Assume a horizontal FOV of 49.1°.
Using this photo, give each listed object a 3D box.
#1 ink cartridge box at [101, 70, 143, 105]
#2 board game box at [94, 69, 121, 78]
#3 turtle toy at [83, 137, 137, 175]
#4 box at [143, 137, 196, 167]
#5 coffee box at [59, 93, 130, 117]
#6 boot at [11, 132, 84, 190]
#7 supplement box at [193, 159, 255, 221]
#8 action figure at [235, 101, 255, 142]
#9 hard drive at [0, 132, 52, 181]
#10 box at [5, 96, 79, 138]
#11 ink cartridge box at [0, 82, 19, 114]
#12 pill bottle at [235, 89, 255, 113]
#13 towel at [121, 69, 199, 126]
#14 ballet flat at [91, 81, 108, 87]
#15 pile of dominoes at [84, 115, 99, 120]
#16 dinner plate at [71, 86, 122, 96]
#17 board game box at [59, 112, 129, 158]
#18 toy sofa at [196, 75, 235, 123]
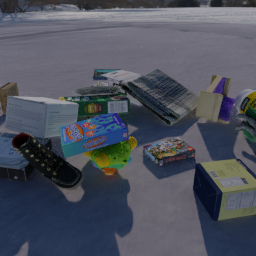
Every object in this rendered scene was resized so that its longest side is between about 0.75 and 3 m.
[{"bbox_3d":[0.092,-2.052,13.738,2.712,0.920,1.573,24,34,38],"label":"ink cartridge box"},{"bbox_3d":[-1.244,-3.366,17.184,1.675,0.236,1.133,-2,26,-3],"label":"board game box"},{"bbox_3d":[-0.624,0.707,8.189,1.340,0.929,1.838,-29,36,-31],"label":"turtle toy"},{"bbox_3d":[1.302,0.738,8.911,1.377,0.259,0.940,-13,29,-24],"label":"box"},{"bbox_3d":[-1.441,-0.962,11.574,2.864,0.630,1.761,-4,15,-8],"label":"coffee box"},{"bbox_3d":[-2.117,0.863,7.266,1.878,1.419,0.678,18,64,40],"label":"boot"},{"bbox_3d":[2.418,1.455,6.831,1.225,0.823,1.226,-5,27,-10],"label":"supplement box"},{"bbox_3d":[4.479,0.417,8.660,0.730,1.578,2.671,-32,43,-9],"label":"action figure"},{"bbox_3d":[-3.890,0.755,8.541,2.582,0.488,1.804,6,28,10],"label":"hard drive"},{"bbox_3d":[-2.940,-0.430,9.701,1.741,1.138,1.732,12,9,24],"label":"box"},{"bbox_3d":[-5.068,-1.290,12.007,0.423,1.127,0.929,3,27,5],"label":"ink cartridge box"},{"bbox_3d":[5.053,-0.650,10.534,1.297,1.297,2.307,-5,26,-10],"label":"pill bottle"},{"bbox_3d":[1.551,-1.497,12.002,2.796,0.501,2.904,40,43,17],"label":"towel"},{"bbox_3d":[-1.407,-2.119,14.387,1.377,0.498,0.467,13,29,25],"label":"ballet flat"},{"bbox_3d":[-1.431,-0.420,11.376,0.684,0.140,0.877,6,27,12],"label":"pile of dominoes"},{"bbox_3d":[-1.400,-1.599,12.612,2.252,0.273,2.252,-4,1,0],"label":"dinner plate"},{"bbox_3d":[-1.003,0.141,7.916,1.772,0.399,1.347,-17,26,-10],"label":"board game box"},{"bbox_3d":[3.892,-1.308,11.880,1.344,1.141,2.754,16,30,21],"label":"toy sofa"}]
